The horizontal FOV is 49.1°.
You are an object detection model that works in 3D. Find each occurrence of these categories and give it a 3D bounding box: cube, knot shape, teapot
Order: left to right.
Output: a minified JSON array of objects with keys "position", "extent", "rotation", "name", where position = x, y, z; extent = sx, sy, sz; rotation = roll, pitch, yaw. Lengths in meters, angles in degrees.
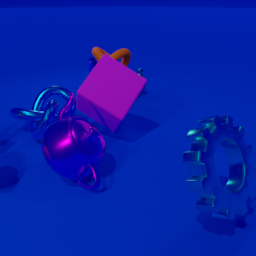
[{"position":[-2.161,-0.353,7.209],"extent":[1.715,0.792,1.605],"rotation":[-22,34,-3],"name":"knot shape"},{"position":[-1.008,0.269,5.514],"extent":[1.291,1.017,2.076],"rotation":[12,48,-54],"name":"teapot"},{"position":[-0.453,-0.832,7.087],"extent":[1.233,1.233,1.233],"rotation":[32,72,-2],"name":"cube"},{"position":[-0.426,-1.990,9.288],"extent":[0.812,1.757,1.644],"rotation":[-3,30,39],"name":"knot shape"}]

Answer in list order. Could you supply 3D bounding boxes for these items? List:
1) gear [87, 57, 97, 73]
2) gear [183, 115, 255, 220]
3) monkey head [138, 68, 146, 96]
[{"position":[-1.125,-1.799,9.843],"extent":[0.244,1.317,1.317],"rotation":[-18,29,-9],"name":"gear"},{"position":[1.407,0.563,4.158],"extent":[1.475,1.475,0.273],"rotation":[-24,6,-40],"name":"gear"},{"position":[0.427,-1.613,10.231],"extent":[0.729,1.014,0.611],"rotation":[10,-7,-23],"name":"monkey head"}]
